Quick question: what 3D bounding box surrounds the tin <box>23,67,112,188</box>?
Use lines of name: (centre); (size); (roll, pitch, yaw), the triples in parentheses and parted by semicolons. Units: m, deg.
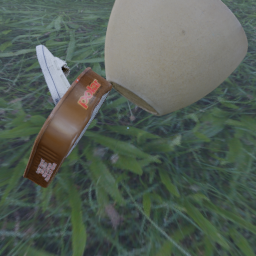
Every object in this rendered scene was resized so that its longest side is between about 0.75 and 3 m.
tin: (-0.915, 0.086, 4.167); (0.493, 2.356, 1.319); (30, 53, -8)

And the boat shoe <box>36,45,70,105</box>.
boat shoe: (-1.751, -1.380, 6.878); (0.637, 0.647, 1.823); (-20, 60, -11)

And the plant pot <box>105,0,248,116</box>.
plant pot: (0.540, -1.182, 4.928); (2.432, 2.432, 1.633); (31, 87, 34)
